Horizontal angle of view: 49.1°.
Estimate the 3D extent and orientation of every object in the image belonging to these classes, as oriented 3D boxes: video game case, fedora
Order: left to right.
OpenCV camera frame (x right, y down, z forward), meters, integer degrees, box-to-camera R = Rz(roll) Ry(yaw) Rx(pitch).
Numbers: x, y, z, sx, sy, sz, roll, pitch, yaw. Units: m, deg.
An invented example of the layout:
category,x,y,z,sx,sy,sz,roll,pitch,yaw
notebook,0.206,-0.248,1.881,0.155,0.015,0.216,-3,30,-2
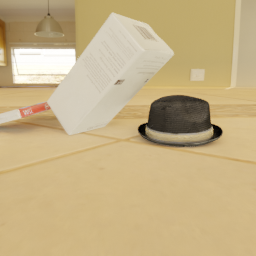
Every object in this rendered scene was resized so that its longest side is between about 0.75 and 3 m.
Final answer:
category,x,y,z,sx,sy,sz,roll,pitch,yaw
video game case,-2.745,-0.574,8.296,2.070,0.253,2.894,-9,11,31
fedora,1.164,-0.249,6.346,1.917,0.875,1.917,-3,18,1

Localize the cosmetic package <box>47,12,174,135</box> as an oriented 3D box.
category,x,y,z,sx,sy,sz,roll,pitch,yaw
cosmetic package,-0.493,-1.206,6.929,2.905,1.179,1.639,-46,-16,31
